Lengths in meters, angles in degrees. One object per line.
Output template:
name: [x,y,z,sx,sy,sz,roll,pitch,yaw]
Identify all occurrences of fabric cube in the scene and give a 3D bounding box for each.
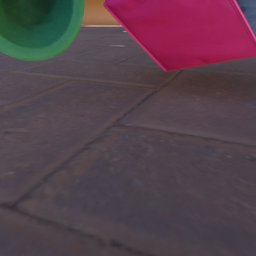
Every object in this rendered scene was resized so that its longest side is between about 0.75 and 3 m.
fabric cube: [1.714,-3.501,6.929,2.880,2.889,2.834,0,-26,47]

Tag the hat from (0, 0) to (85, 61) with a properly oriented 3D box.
hat: [-2.373,-2.863,6.341,2.214,2.673,2.353,17,3,-31]
